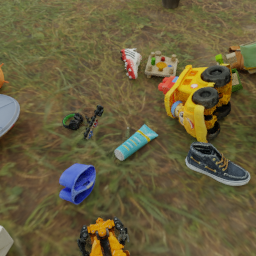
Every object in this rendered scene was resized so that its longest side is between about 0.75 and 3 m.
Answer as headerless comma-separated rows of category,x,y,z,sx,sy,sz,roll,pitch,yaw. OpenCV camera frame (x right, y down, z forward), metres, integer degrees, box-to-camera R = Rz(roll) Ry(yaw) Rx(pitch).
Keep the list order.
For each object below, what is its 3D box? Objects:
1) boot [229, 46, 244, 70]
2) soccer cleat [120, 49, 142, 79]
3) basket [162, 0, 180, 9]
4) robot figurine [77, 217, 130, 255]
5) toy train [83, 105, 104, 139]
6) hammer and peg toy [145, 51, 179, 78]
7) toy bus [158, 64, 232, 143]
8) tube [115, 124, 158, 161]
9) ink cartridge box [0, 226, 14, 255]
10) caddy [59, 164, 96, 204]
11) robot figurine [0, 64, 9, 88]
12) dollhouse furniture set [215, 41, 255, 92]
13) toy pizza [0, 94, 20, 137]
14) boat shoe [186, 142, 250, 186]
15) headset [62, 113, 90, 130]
boot,5.151,-2.518,11.011,2.068,1.022,2.664,1,52,5
soccer cleat,0.221,-2.684,11.412,0.812,0.655,1.907,-13,44,-6
basket,2.359,-7.405,14.987,1.490,1.652,1.123,18,50,16
robot figurine,-0.495,2.889,6.450,1.214,0.488,1.675,-11,50,-10
toy train,-1.084,-0.163,8.902,0.283,1.234,0.210,22,16,-23
hammer and peg toy,1.434,-2.669,11.402,1.257,0.603,1.709,9,49,8
toy bus,2.043,-0.972,9.305,2.414,1.706,2.515,14,51,30
tube,0.251,0.444,8.788,0.601,0.391,1.552,43,54,16
ink cartridge box,-4.241,2.666,6.371,2.633,0.886,1.530,15,49,14
caddy,-1.258,1.451,7.372,0.644,0.868,1.227,11,19,19
robot figurine,-5.462,-1.795,10.296,1.914,1.116,1.377,-16,47,-13
dollhouse furniture set,4.277,-2.247,10.078,1.897,1.243,0.952,-17,44,24
toy pizza,-4.877,-0.097,9.016,2.904,0.460,2.904,-7,41,6
boat shoe,2.571,1.007,7.912,1.847,0.839,0.654,17,50,15
headset,-1.726,-0.267,9.307,1.045,0.491,0.645,9,48,23
